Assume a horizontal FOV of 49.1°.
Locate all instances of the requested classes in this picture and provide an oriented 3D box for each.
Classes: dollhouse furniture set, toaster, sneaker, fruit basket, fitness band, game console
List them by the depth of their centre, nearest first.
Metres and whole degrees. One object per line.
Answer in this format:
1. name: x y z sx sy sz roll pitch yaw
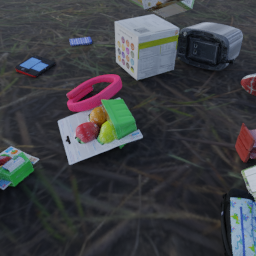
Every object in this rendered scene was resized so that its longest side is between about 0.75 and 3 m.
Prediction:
1. dollhouse furniture set: 3.560 0.817 6.615 1.129 0.854 2.099 -5 41 -6
2. fruit basket: -2.930 0.889 6.787 1.168 0.547 1.082 22 46 28
3. fruit basket: -0.813 0.054 7.677 1.986 0.931 1.839 -25 45 -5
4. fitness band: -1.066 -1.140 8.910 1.462 0.381 2.036 6 37 35
5. sneaker: 4.639 -1.612 9.604 1.934 0.753 0.795 -6 36 -21
6. toaster: 3.239 -3.183 10.752 2.523 1.434 1.630 25 44 34
7. game console: -3.591 -2.409 10.838 1.087 0.191 1.229 18 45 20

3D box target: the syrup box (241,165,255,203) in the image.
1. syrup box: 2.939 1.532 5.689 0.619 0.640 1.572 -28 43 24

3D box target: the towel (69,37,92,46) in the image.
1. towel: -2.132 -3.930 12.642 0.967 0.115 0.700 -9 41 -10

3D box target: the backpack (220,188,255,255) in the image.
1. backpack: 2.131 1.966 5.214 0.984 1.044 1.279 14 52 18

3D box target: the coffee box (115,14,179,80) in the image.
1. coffee box: 0.641 -3.022 10.399 1.684 1.665 1.681 -20 45 -22

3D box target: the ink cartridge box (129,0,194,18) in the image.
1. ink cartridge box: 0.471 -3.767 8.025 1.773 0.584 2.436 15 0 -31

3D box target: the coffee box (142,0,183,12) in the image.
1. coffee box: 0.842 -2.897 6.065 1.007 0.401 0.576 -11 13 24
